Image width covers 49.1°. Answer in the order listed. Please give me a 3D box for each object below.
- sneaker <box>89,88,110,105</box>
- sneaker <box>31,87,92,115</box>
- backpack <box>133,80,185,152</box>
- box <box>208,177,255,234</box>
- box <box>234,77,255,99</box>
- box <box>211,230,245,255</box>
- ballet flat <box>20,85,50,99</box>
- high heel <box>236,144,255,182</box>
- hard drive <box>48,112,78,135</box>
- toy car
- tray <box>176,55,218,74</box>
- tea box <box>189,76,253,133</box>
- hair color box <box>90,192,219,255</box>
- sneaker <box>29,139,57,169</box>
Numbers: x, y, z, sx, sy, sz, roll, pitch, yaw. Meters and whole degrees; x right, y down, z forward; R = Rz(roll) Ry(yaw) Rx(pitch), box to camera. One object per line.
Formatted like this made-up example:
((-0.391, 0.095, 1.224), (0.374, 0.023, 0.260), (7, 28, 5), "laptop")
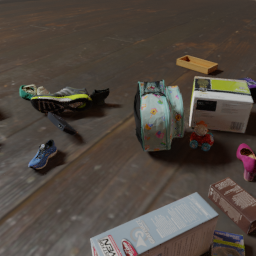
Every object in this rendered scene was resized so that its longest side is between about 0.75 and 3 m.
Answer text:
((-1.496, -1.379, 12.288), (1.406, 0.733, 0.422), (-1, 33, -2), "sneaker")
((-2.788, -1.208, 11.796), (2.493, 0.921, 1.009), (-2, 45, -13), "sneaker")
((1.047, -0.341, 9.558), (1.761, 2.020, 2.298), (2, 37, 9), "backpack")
((2.872, 1.990, 7.352), (0.710, 0.531, 1.417), (-16, 35, -23), "box")
((5.241, -1.803, 13.063), (1.590, 0.627, 1.122), (-11, 32, -17), "box")
((2.255, 2.806, 6.323), (0.711, 0.278, 1.167), (8, 35, 11), "box")
((-4.092, -1.560, 12.604), (1.970, 0.693, 0.663), (13, 36, 18), "ballet flat")
((3.840, 0.821, 8.829), (0.589, 0.840, 1.747), (5, 34, 8), "high heel")
((-2.458, -0.147, 10.372), (1.167, 0.247, 0.787), (37, 3, 35), "hard drive")
((2.609, 0.172, 9.757), (0.808, 0.914, 0.842), (13, 36, 19), "toy car")
((3.945, -3.649, 16.091), (1.036, 0.389, 2.100), (-28, 43, -36), "tray")
((3.577, -0.987, 11.078), (2.080, 1.390, 2.046), (7, 34, 11), "tea box")
((0.580, 2.467, 5.907), (2.587, 1.281, 0.784), (-16, 37, -23), "hair color box")
((-2.792, 0.821, 9.071), (0.515, 0.585, 1.312), (10, 35, 15), "sneaker")
